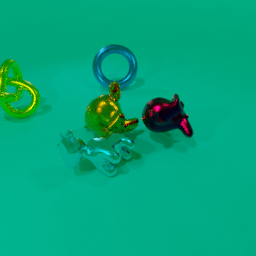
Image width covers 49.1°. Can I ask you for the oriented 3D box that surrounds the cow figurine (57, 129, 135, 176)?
[{"bbox_3d":[-0.778,0.456,6.527,1.500,0.837,1.525,31,38,15],"label":"cow figurine"}]

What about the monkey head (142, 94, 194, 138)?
[{"bbox_3d":[1.002,-0.182,7.299,1.125,1.343,1.866,-27,-7,1],"label":"monkey head"}]

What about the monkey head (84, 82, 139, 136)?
[{"bbox_3d":[-0.452,-0.320,7.583,1.368,1.902,1.146,-9,59,-42],"label":"monkey head"}]

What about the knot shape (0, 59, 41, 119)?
[{"bbox_3d":[-3.490,-1.085,8.552,0.841,1.703,1.820,-27,23,38],"label":"knot shape"}]

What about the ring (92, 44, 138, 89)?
[{"bbox_3d":[-0.484,-2.303,10.586,1.728,1.728,0.346,-1,-1,-2],"label":"ring"}]
